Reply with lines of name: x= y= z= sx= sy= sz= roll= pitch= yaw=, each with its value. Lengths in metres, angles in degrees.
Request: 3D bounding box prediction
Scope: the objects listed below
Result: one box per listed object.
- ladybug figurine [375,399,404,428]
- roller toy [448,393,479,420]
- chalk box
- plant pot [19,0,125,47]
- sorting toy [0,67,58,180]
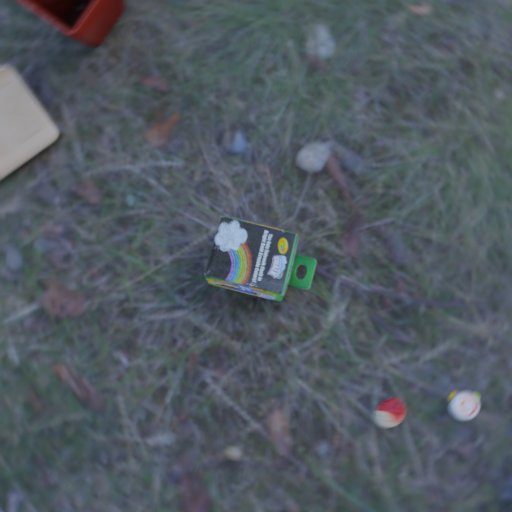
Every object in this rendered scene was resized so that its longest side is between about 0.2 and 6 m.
ladybug figurine: x=2.040 y=2.355 z=8.501 sx=0.399 sy=0.211 sz=0.588 roll=26 pitch=39 yaw=29
roller toy: x=3.183 y=2.307 z=8.596 sx=0.428 sy=0.299 sz=0.390 roll=3 pitch=74 yaw=8
chalk box: x=0.101 y=0.110 z=8.583 sx=1.573 sy=0.975 sz=0.982 roll=15 pitch=81 yaw=1
plant pot: x=-2.857 y=-4.159 z=9.065 sx=1.283 sy=1.130 sz=1.281 roll=36 pitch=91 yaw=8
sorting toy: x=-4.499 y=-1.934 z=9.216 sx=2.121 sy=0.312 sz=1.568 roll=-37 pitch=81 yaw=-5
